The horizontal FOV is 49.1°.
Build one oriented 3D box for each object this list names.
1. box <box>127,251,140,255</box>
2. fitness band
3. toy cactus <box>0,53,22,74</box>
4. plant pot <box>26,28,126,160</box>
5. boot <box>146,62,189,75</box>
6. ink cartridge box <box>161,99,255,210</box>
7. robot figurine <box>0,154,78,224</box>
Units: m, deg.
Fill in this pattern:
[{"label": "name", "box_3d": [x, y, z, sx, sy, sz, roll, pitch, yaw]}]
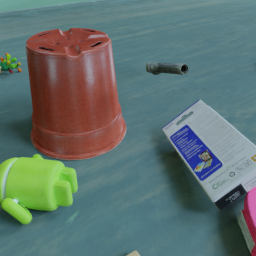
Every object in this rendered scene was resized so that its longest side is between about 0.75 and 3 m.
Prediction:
[{"label": "box", "box_3d": [-0.012, 2.755, 3.762, 1.513, 0.197, 1.851, -19, 39, -25]}, {"label": "fitness band", "box_3d": [3.126, 1.931, 4.631, 2.108, 0.549, 2.936, -1, 35, -2]}, {"label": "toy cactus", "box_3d": [-4.788, -2.349, 10.865, 1.111, 0.688, 1.346, -39, 51, -18]}, {"label": "plant pot", "box_3d": [-1.363, -1.003, 7.093, 2.617, 2.546, 2.617, 0, 35, 0]}, {"label": "boot", "box_3d": [0.806, -1.159, 5.431, 0.755, 0.274, 0.686, 2, 14, 30]}, {"label": "ink cartridge box", "box_3d": [1.800, 0.410, 6.236, 1.293, 0.507, 2.731, -38, 34, 7]}, {"label": "robot figurine", "box_3d": [-1.865, 1.084, 5.492, 1.668, 0.965, 1.463, 4, 35, 6]}]
